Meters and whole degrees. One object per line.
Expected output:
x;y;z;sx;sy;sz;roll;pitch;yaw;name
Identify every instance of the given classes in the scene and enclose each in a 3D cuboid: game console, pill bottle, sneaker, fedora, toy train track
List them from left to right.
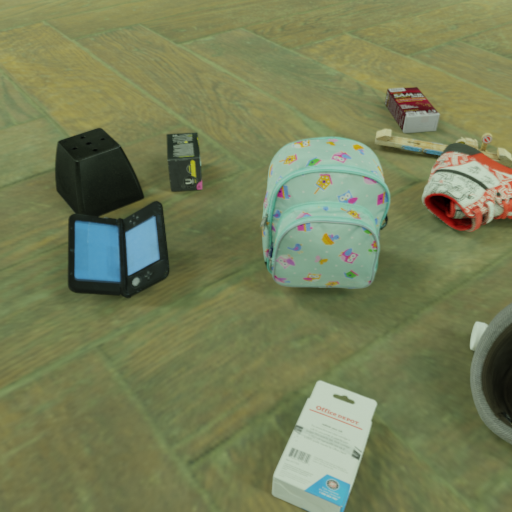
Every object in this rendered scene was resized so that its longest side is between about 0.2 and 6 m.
-2.429;-0.202;9.859;1.480;0.980;1.683;-26;55;22;game console
4.445;-2.675;13.248;3.171;0.516;1.819;11;40;8;toy train track
4.910;-0.995;11.193;3.119;1.042;1.672;27;64;17;sneaker
3.953;1.383;8.812;1.028;0.615;0.615;12;43;14;pill bottle
4.186;1.617;7.699;2.366;1.068;2.093;-54;50;9;fedora

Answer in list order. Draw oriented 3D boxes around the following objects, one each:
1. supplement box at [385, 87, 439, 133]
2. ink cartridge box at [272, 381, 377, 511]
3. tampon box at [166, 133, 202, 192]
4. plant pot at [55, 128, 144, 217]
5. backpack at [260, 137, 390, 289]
4.061;-3.844;14.686;0.886;0.495;1.627;-6;41;-6;supplement box
0.953;2.573;7.534;0.937;0.548;1.616;17;45;18;ink cartridge box
-1.595;-2.099;12.484;0.715;0.849;1.133;-5;42;-5;tampon box
-3.408;-1.826;11.857;1.470;1.304;1.466;-26;49;-27;plant pot
1.176;-0.681;9.590;2.191;2.492;1.910;3;37;2;backpack
